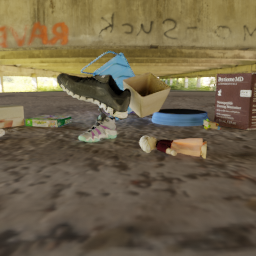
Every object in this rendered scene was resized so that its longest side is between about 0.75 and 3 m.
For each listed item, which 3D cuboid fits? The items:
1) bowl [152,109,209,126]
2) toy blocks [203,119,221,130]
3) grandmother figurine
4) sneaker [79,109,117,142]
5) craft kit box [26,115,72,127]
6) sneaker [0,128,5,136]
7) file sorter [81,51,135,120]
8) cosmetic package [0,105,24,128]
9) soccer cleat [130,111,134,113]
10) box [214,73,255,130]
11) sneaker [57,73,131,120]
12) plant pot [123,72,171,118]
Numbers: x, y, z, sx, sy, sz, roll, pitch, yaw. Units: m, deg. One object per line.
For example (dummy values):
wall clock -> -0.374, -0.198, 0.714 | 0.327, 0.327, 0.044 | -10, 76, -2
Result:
bowl -> 2.385, -0.538, 12.838 | 2.584, 0.507, 2.584 | 0, 10, 0
toy blocks -> 3.337, -0.123, 11.052 | 0.545, 0.398, 0.797 | 11, 11, -2
grandmother figurine -> 1.140, 0.453, 7.225 | 1.700, 0.515, 1.031 | 5, 2, 14
sneaker -> -0.968, -0.111, 8.907 | 0.555, 0.998, 1.427 | 9, 13, 42
craft kit box -> -3.386, -0.308, 12.097 | 1.436, 0.353, 1.454 | -1, 9, 12
sneaker -> -4.856, 0.018, 8.860 | 1.729, 0.765, 0.651 | -3, 9, -20
file sorter -> -0.634, -1.857, 12.425 | 1.788, 2.577, 1.581 | -30, -6, 22
cosmetic package -> -5.325, -0.441, 11.235 | 1.968, 0.859, 1.017 | -9, 14, -44
soccer cleat -> -0.037, -1.195, 16.191 | 2.539, 0.866, 0.929 | -10, -5, -39
box -> 4.831, -1.142, 11.469 | 1.775, 2.161, 1.793 | -5, 11, -29
sneaker -> -1.025, -1.358, 9.159 | 2.650, 1.199, 0.881 | 27, 31, 2
plant pot -> 0.580, -1.071, 9.605 | 1.186, 1.050, 1.185 | -20, 47, -27
